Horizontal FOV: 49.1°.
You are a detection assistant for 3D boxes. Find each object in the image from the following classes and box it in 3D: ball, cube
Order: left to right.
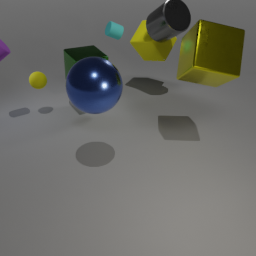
[{"bbox_3d":[-3.630,-1.922,11.319,0.700,0.700,0.700,0,29,0],"label":"ball"},{"bbox_3d":[-1.749,-2.477,11.673,1.400,1.400,1.400,-16,41,-27],"label":"cube"},{"bbox_3d":[-0.828,-1.043,6.926,1.400,1.400,1.400,0,29,0],"label":"ball"},{"bbox_3d":[1.235,-4.207,13.485,1.400,1.400,1.400,15,71,44],"label":"cube"},{"bbox_3d":[2.402,-2.139,8.327,1.400,1.400,1.400,9,-5,-9],"label":"cube"}]

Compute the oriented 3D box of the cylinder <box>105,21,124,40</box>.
[{"bbox_3d":[-0.682,-4.812,13.839,0.700,0.700,0.700,12,21,-30],"label":"cylinder"}]

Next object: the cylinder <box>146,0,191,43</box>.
[{"bbox_3d":[1.688,-4.515,11.866,1.400,1.400,1.400,-16,5,-27],"label":"cylinder"}]

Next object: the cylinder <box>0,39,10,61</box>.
[{"bbox_3d":[-4.614,-2.686,9.755,0.700,0.700,0.700,-38,33,5],"label":"cylinder"}]
